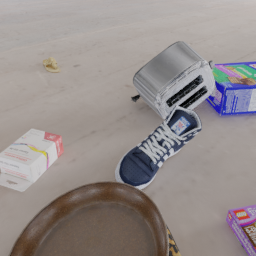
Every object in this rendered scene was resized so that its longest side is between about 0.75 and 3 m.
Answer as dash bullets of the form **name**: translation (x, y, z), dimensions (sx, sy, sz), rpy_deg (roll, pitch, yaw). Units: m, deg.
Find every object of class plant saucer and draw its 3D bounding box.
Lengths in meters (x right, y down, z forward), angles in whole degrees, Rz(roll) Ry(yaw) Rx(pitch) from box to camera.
- **plant saucer**: translation (-0.629, 1.938, 4.242), dimensions (2.598, 0.417, 2.598), rpy_deg (-13, 37, 10)

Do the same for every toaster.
- **toaster**: translation (1.346, -1.346, 8.542), dimensions (2.577, 1.464, 1.664), rpy_deg (-36, 42, 1)

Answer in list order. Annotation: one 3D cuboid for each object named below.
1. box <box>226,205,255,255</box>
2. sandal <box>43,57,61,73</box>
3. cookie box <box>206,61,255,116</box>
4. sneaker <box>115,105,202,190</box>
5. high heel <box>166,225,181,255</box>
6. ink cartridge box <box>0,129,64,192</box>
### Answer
- **box**: translation (2.825, 1.850, 4.965), dimensions (1.727, 0.338, 1.182), rpy_deg (-7, 33, -11)
- **sandal**: translation (-3.412, -2.881, 12.240), dimensions (0.555, 0.498, 1.513), rpy_deg (-18, 37, -26)
- **cookie box**: translation (3.972, -1.429, 9.479), dimensions (2.661, 1.000, 2.276), rpy_deg (-4, 31, -8)
- **sneaker**: translation (0.740, 0.351, 6.169), dimensions (0.852, 1.319, 2.432), rpy_deg (45, 47, 12)
- **high heel**: translation (1.066, 2.000, 4.226), dimensions (2.314, 0.826, 1.649), rpy_deg (4, 38, 22)
- **ink cartridge box**: translation (-2.351, 0.697, 6.598), dimensions (0.928, 0.538, 1.593), rpy_deg (11, 34, 17)
